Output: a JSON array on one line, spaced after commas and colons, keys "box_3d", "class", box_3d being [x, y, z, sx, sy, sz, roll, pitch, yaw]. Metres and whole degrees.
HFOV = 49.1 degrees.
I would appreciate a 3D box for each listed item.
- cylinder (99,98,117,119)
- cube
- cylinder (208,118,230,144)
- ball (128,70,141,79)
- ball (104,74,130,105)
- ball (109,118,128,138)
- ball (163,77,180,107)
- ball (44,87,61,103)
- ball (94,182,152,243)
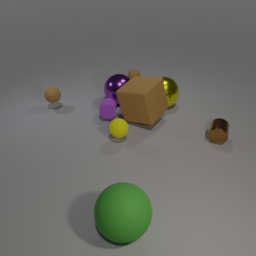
[{"box_3d": [-0.835, -0.824, 11.766, 0.700, 0.700, 0.700, 0, 26, 0], "class": "cylinder"}, {"box_3d": [0.606, -1.140, 11.244, 1.400, 1.400, 1.400, 10, 40, 36], "class": "cube"}, {"box_3d": [3.371, 0.111, 10.387, 0.700, 0.700, 0.700, 11, 40, 17], "class": "cylinder"}, {"box_3d": [0.327, -2.787, 15.059, 0.700, 0.700, 0.700, 0, 32, 0], "class": "ball"}, {"box_3d": [-0.406, -1.771, 12.811, 1.400, 1.400, 1.400, 0, 32, 0], "class": "ball"}, {"box_3d": [-0.337, 0.002, 10.161, 0.700, 0.700, 0.700, 0, 32, 0], "class": "ball"}, {"box_3d": [1.598, -1.593, 12.541, 1.400, 1.400, 1.400, 0, 32, 0], "class": "ball"}, {"box_3d": [-3.294, -1.452, 12.255, 0.700, 0.700, 0.700, 0, 32, 0], "class": "ball"}, {"box_3d": [-0.113, 2.015, 6.741, 1.400, 1.400, 1.400, 0, 32, 0], "class": "ball"}]
